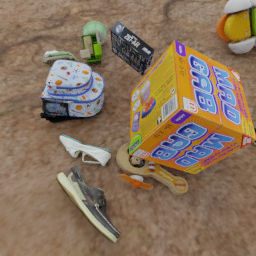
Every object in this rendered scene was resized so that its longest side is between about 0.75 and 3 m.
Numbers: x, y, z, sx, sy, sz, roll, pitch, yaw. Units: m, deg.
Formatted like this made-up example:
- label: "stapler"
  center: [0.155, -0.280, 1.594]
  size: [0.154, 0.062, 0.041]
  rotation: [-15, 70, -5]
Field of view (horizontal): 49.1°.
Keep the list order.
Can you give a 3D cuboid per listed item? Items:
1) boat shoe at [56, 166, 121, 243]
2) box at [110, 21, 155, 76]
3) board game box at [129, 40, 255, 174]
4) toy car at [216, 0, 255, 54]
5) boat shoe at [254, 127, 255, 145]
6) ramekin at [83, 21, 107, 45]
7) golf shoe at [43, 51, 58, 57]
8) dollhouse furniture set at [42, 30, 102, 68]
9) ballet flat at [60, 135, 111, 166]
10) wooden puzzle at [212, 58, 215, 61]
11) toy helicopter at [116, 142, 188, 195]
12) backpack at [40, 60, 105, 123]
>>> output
- label: "boat shoe"
  center: [-1.162, 2.264, 8.820]
  size: [0.947, 1.070, 2.923]
  rotation: [-40, 64, -18]
- label: "box"
  center: [0.129, -3.019, 10.977]
  size: [1.722, 2.149, 0.468]
  rotation: [39, 85, 3]
- label: "board game box"
  center: [1.855, -0.503, 9.011]
  size: [2.682, 2.684, 2.681]
  rotation: [18, 52, -22]
- label: "toy car"
  center: [5.554, -4.982, 13.369]
  size: [2.769, 2.424, 2.077]
  rotation: [-19, 20, -10]
- label: "boat shoe"
  center: [4.728, 0.207, 10.587]
  size: [0.531, 0.471, 1.420]
  rotation: [-29, 60, -18]
- label: "ramekin"
  center: [-1.576, -4.454, 13.400]
  size: [1.145, 1.145, 0.559]
  rotation: [-5, 61, -3]
- label: "golf shoe"
  center: [-3.298, -3.454, 13.116]
  size: [1.262, 0.494, 0.614]
  rotation: [-1, 50, -2]
- label: "dollhouse furniture set"
  center: [-2.438, -3.489, 12.217]
  size: [2.489, 1.631, 1.249]
  rotation: [-10, 93, -4]
- label: "ballet flat"
  center: [-1.640, 0.840, 10.102]
  size: [2.076, 0.721, 0.721]
  rotation: [18, 58, 11]
- label: "wooden puzzle"
  center: [3.687, -2.680, 12.778]
  size: [1.039, 0.123, 1.752]
  rotation: [-18, 57, -12]
- label: "toy helicopter"
  center: [0.785, 1.492, 9.433]
  size: [2.647, 1.044, 1.751]
  rotation: [32, 53, 6]
- label: "backpack"
  center: [-2.071, -1.505, 11.032]
  size: [2.331, 1.885, 2.447]
  rotation: [10, 53, -6]
